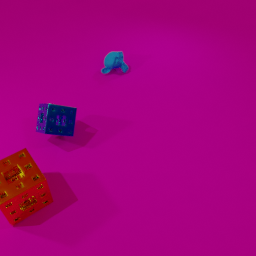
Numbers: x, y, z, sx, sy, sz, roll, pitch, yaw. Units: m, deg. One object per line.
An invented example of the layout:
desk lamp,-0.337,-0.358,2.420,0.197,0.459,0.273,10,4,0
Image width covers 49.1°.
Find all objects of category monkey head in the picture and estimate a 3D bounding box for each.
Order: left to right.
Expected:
monkey head,-0.460,-2.488,10.789,0.755,0.902,1.253,-7,43,49

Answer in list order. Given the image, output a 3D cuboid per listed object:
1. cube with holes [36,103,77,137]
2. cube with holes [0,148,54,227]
cube with holes,-2.079,-0.233,8.095,0.838,0.838,0.838,7,-1,-35
cube with holes,-2.632,1.413,6.753,1.104,1.104,1.104,-29,56,-25
